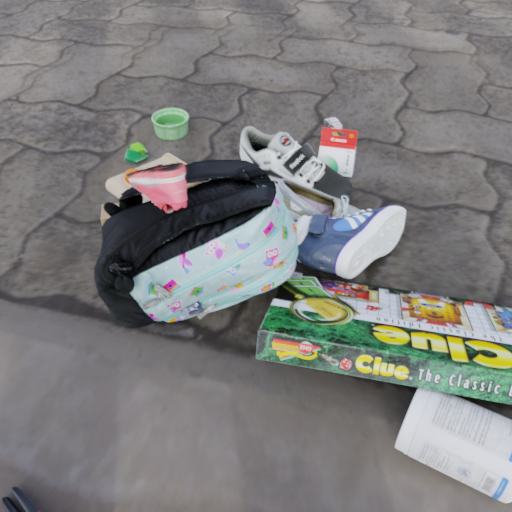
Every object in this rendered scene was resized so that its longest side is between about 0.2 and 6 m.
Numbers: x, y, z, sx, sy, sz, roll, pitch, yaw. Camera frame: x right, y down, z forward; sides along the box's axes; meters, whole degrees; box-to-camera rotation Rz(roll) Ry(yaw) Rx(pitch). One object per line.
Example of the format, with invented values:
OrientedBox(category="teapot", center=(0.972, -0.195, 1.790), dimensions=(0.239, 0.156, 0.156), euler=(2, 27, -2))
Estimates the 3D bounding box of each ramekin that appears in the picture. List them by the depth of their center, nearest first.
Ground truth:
OrientedBox(category="ramekin", center=(-2.354, -3.618, 15.474), dimensions=(1.014, 0.495, 1.014), euler=(0, 43, 0))

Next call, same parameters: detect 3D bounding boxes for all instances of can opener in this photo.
OrientedBox(category="can opener", center=(-3.085, 3.643, 7.666), dimensions=(0.422, 0.523, 1.330), euler=(-36, 44, -22))

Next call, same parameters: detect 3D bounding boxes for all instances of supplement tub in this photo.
OrientedBox(category="supplement tub", center=(3.022, 2.689, 8.162), dimensions=(1.696, 1.119, 1.119), euler=(23, 47, 22))

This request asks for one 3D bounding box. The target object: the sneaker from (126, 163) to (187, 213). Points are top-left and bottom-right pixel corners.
OrientedBox(category="sneaker", center=(-1.664, -1.092, 9.410), dimensions=(0.669, 0.788, 1.816), euler=(-21, 16, -25))

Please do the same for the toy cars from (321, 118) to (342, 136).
OrientedBox(category="toy cars", center=(2.117, -3.576, 15.594), dimensions=(0.555, 0.274, 1.237), euler=(8, 43, 8))

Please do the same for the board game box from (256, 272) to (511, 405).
OrientedBox(category="board game box", center=(2.876, 1.327, 9.287), dimensions=(5.352, 0.628, 2.804), euler=(9, 21, 9))

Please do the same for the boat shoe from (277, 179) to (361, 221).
OrientedBox(category="boat shoe", center=(1.433, -1.053, 12.188), dimensions=(2.271, 0.728, 0.837), euler=(20, 50, -8))

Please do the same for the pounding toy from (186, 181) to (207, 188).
OrientedBox(category="pounding toy", center=(-0.786, -0.989, 12.229), dimensions=(1.992, 0.924, 1.538), euler=(17, -4, -35))

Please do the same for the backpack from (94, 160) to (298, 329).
OrientedBox(category="backpack", center=(-1.008, -0.251, 10.304), dimensions=(3.463, 2.192, 2.890), euler=(-21, 41, 5))

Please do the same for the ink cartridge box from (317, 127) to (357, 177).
OrientedBox(category="ink cartridge box", center=(1.997, -2.552, 13.857), dimensions=(0.903, 1.123, 0.281), euler=(9, 30, 10))

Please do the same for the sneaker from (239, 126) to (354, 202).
OrientedBox(category="sneaker", center=(0.810, -2.129, 13.100), dimensions=(3.134, 1.387, 1.161), euler=(25, 61, 26))

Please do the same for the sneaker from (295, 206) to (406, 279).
OrientedBox(category="sneaker", center=(1.759, -0.585, 11.773), dimensions=(1.932, 1.063, 2.638), euler=(24, 42, 33))

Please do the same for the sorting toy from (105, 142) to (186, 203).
OrientedBox(category="sorting toy", center=(-2.690, -2.021, 13.815), dimensions=(2.649, 0.390, 1.958), euler=(34, 53, 31))

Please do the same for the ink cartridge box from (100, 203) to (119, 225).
OrientedBox(category="ink cartridge box", center=(-3.183, -0.948, 12.755), dimensions=(0.660, 0.248, 0.543), euler=(-5, 42, -6))
